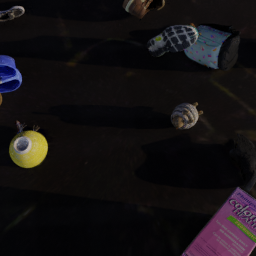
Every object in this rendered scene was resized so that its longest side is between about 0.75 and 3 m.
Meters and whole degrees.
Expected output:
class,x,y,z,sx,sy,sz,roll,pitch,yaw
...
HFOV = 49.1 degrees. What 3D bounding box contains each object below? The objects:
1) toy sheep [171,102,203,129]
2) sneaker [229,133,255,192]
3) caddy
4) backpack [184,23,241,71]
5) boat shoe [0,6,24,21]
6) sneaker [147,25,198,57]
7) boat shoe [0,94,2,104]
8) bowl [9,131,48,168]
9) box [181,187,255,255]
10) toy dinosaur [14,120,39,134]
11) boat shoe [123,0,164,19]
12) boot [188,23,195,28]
class,x,y,z,sx,sy,sz,roll,pitch,yaw
toy sheep,1.535,-0.337,7.415,0.739,0.739,1.072,36,46,24
sneaker,2.757,0.794,6.726,0.774,0.446,1.484,25,52,18
caddy,-3.818,-1.498,8.125,1.405,0.993,0.737,-10,47,-7
backpack,2.582,-2.583,8.811,1.021,1.346,1.613,-40,57,-22
boat shoe,-4.463,-4.313,10.655,1.057,0.379,0.358,-17,54,-10
sneaker,1.395,-2.813,8.702,0.792,0.771,1.990,-39,23,-25
boat shoe,-4.599,-0.391,7.400,2.440,0.903,0.810,-27,20,-28
bowl,-2.475,0.456,6.754,0.932,0.502,0.932,-1,72,3
box,1.674,2.123,5.066,0.776,1.412,1.606,38,60,25
toy dinosaur,-2.754,0.202,7.177,0.923,0.534,1.018,22,65,38
boat shoe,0.987,-5.051,10.972,1.034,1.033,2.796,43,62,4
boot,2.301,-3.524,10.047,0.374,0.384,1.017,4,52,6
